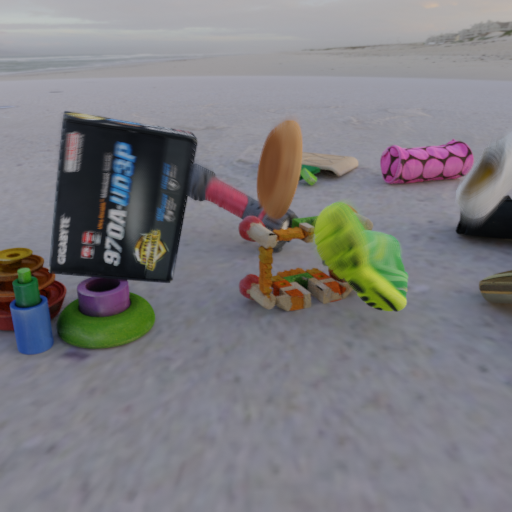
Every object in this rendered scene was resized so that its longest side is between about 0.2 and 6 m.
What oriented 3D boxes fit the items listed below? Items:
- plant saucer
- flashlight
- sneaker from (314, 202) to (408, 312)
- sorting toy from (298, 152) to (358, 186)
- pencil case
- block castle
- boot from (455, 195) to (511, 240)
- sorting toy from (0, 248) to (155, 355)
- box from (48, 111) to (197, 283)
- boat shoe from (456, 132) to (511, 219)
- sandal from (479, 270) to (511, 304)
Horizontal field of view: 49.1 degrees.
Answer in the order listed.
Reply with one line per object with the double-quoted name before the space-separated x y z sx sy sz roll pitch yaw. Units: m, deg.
"plant saucer" 0.306 -1.315 8.503 0.281 1.499 1.499 8 20 -16
"flashlight" -0.429 -0.968 10.393 2.467 0.835 0.838 30 61 22
"sneaker" 1.410 -0.046 7.377 0.713 1.924 0.804 -7 46 41
"sorting toy" 1.371 -2.482 15.432 2.230 0.444 3.017 15 23 21
"pencil case" 4.397 -2.489 14.622 2.355 1.103 1.069 -7 -14 -20
"block castle" 0.699 -0.016 8.288 1.933 1.291 0.907 -10 23 -25
"boot" 4.745 -0.554 10.046 2.125 0.960 2.593 10 17 17
"sorting toy" -2.659 0.461 7.418 2.558 1.050 1.537 5 23 11
"box" -1.729 -0.701 7.196 1.615 2.032 0.468 6 22 -19
"boat shoe" 3.378 -1.295 7.735 0.578 1.657 0.587 39 6 -46
"sandal" 4.440 0.756 7.134 1.337 0.899 3.328 -10 9 -34
